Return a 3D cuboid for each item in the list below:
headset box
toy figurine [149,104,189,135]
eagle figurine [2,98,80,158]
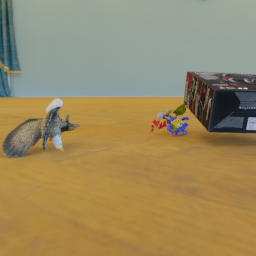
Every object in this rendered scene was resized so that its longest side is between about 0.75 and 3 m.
[{"bbox_3d":[2.493,-0.733,6.725,1.875,0.946,2.523,2,20,-3],"label":"headset box"},{"bbox_3d":[1.313,-0.066,7.535,1.338,0.706,0.801,-26,58,-39],"label":"toy figurine"},{"bbox_3d":[-1.561,0.032,5.356,1.052,1.058,1.394,29,15,22],"label":"eagle figurine"}]
